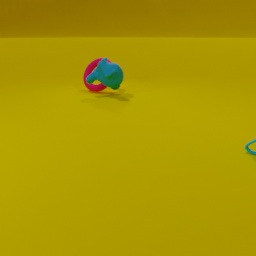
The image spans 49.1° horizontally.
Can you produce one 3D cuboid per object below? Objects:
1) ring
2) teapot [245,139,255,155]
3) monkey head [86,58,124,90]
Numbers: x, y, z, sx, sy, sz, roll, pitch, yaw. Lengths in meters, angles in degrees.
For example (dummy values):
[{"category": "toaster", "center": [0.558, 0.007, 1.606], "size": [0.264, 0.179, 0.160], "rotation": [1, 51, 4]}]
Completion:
[{"category": "ring", "center": [-1.180, -2.147, 11.295], "size": [1.447, 1.447, 0.289], "rotation": [12, -9, 30]}, {"category": "teapot", "center": [2.888, 0.161, 5.357], "size": [1.388, 0.680, 0.863], "rotation": [-37, -4, 40]}, {"category": "monkey head", "center": [-0.806, -1.846, 10.271], "size": [1.272, 1.066, 1.769], "rotation": [-41, -10, -4]}]
